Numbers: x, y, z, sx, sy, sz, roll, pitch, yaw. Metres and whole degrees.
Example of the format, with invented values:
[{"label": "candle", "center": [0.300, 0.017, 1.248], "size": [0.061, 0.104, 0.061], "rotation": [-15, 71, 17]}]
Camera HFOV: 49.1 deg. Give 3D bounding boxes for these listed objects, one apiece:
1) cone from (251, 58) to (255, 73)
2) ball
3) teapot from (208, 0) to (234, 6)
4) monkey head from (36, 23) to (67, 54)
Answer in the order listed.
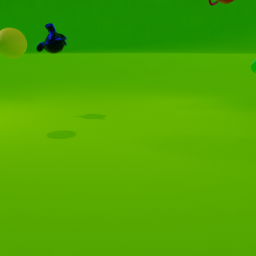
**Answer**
[{"label": "cone", "center": [2.908, -1.636, 5.373], "size": [0.979, 0.982, 0.979], "rotation": [7, -9, 1]}, {"label": "ball", "center": [-3.246, -2.355, 7.797], "size": [0.816, 0.816, 0.816], "rotation": [0, 17, 0]}, {"label": "teapot", "center": [2.715, -3.690, 7.346], "size": [0.714, 0.907, 1.459], "rotation": [36, -32, -25]}, {"label": "monkey head", "center": [-2.647, -3.085, 9.762], "size": [1.301, 0.936, 0.784], "rotation": [-4, 45, 26]}]
